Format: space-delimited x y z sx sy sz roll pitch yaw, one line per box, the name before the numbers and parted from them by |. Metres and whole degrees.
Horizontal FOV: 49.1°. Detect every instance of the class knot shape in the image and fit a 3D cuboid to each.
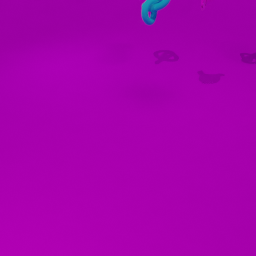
knot shape | 0.787 -3.708 8.478 0.593 1.284 1.201 32 81 -13

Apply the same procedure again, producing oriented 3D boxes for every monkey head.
monkey head | 1.864 -3.286 6.359 0.684 1.135 0.816 28 22 -26
